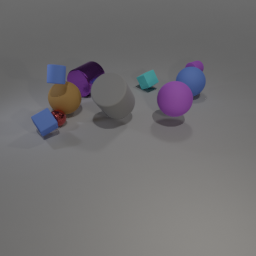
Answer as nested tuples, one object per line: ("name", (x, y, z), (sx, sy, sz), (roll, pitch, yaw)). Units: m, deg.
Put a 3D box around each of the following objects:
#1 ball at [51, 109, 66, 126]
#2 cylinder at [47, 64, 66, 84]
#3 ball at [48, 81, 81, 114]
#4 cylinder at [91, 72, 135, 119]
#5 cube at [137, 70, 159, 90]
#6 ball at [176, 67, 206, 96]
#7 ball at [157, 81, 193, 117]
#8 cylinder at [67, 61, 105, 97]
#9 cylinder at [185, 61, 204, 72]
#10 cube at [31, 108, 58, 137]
("ball", (-2.862, -0.411, 11.393), (0.700, 0.700, 0.700), (0, 32, 0))
("cylinder", (-2.776, -2.074, 10.864), (0.700, 0.700, 0.700), (4, 7, -1))
("ball", (-2.698, -1.291, 11.975), (1.400, 1.400, 1.400), (0, 32, 0))
("cylinder", (-0.551, -1.216, 10.858), (1.400, 1.400, 1.400), (-5, 71, 14))
("cube", (0.999, -2.458, 14.284), (0.700, 0.700, 0.700), (-33, 14, -28))
("ball", (2.984, -2.213, 13.365), (1.400, 1.400, 1.400), (0, 32, 0))
("ball", (1.845, -1.140, 11.039), (1.400, 1.400, 1.400), (0, 32, 0))
("cylinder", (-2.057, -2.443, 13.919), (1.400, 1.400, 1.400), (16, 36, 24))
("cylinder", (3.433, -3.084, 14.484), (0.700, 0.700, 0.700), (-22, 38, -38))
("cube", (-3.142, -0.210, 10.612), (0.700, 0.700, 0.700), (-33, 82, -18))
